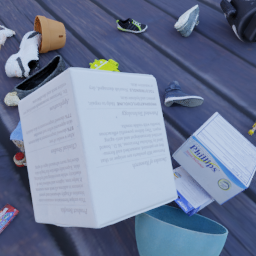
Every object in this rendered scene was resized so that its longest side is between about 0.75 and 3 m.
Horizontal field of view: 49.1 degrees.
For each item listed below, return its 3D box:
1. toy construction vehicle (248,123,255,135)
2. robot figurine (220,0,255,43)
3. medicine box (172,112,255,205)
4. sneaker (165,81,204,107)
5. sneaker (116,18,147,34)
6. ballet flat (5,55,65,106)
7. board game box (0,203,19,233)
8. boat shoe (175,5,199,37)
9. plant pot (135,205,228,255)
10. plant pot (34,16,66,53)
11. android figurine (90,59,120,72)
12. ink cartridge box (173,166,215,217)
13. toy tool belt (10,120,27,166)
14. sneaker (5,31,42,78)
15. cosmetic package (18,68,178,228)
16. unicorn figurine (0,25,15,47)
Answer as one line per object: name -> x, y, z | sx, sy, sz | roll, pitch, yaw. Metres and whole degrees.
toy construction vehicle -> 4.120, 0.087, 8.382 | 0.785, 0.317, 0.901 | 40, 63, 16
robot figurine -> 4.991, -4.631, 11.368 | 1.711, 2.060, 2.741 | -30, 45, 24
medicine box -> 2.202, 0.658, 6.804 | 1.573, 0.889, 1.727 | 46, 40, 11
sneaker -> 1.838, -1.147, 9.260 | 1.255, 0.477, 0.907 | 2, 52, 3
sneaker -> 0.165, -4.405, 11.964 | 1.334, 0.552, 0.478 | 1, 50, 1
ballet flat -> -3.160, -1.629, 9.501 | 0.853, 0.729, 2.568 | 27, 55, 21
board game box -> -3.028, 2.215, 6.688 | 0.401, 0.076, 0.778 | 24, 54, 20
boat shoe -> 2.697, -4.686, 12.273 | 0.700, 0.825, 2.266 | 49, 45, -16
plant pot -> 0.941, 2.394, 5.646 | 1.834, 1.834, 1.235 | 12, 86, 10
plant pot -> -3.027, -3.620, 10.908 | 0.957, 1.367, 1.367 | -9, 48, -29
android figurine -> -0.875, -2.161, 10.281 | 1.206, 0.248, 1.098 | 36, 59, 24
ink cartridge box -> 1.539, 1.417, 6.792 | 1.823, 0.383, 1.088 | -13, 46, -42
toy tool belt -> -2.864, 0.202, 7.819 | 0.951, 0.936, 1.523 | 8, 50, 6
sneaker -> -3.612, -2.691, 10.425 | 0.921, 0.848, 2.301 | 12, 59, 5
cosmetic package -> -0.653, 0.411, 5.697 | 2.134, 2.147, 2.566 | -5, 83, -45
unicorn figurine -> -5.187, -3.830, 11.487 | 0.942, 0.506, 1.371 | 28, 49, 8
